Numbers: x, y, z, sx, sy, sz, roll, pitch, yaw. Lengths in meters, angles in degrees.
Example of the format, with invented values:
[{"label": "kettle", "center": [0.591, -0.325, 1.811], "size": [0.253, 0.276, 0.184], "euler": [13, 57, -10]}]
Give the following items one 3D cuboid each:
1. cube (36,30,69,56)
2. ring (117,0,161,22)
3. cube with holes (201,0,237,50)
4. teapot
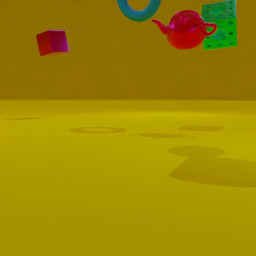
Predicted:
[{"label": "cube", "center": [-3.110, -3.485, 11.547], "size": [0.871, 0.871, 0.871], "euler": [-2, 13, 38]}, {"label": "ring", "center": [0.292, -3.898, 8.148], "size": [1.532, 1.532, 0.306], "euler": [4, 26, 35]}, {"label": "cube with holes", "center": [2.691, -3.016, 8.228], "size": [0.940, 0.940, 0.940], "euler": [-2, -38, 22]}, {"label": "teapot", "center": [1.311, -2.353, 6.591], "size": [1.536, 0.955, 0.752], "euler": [11, -20, 23]}]
